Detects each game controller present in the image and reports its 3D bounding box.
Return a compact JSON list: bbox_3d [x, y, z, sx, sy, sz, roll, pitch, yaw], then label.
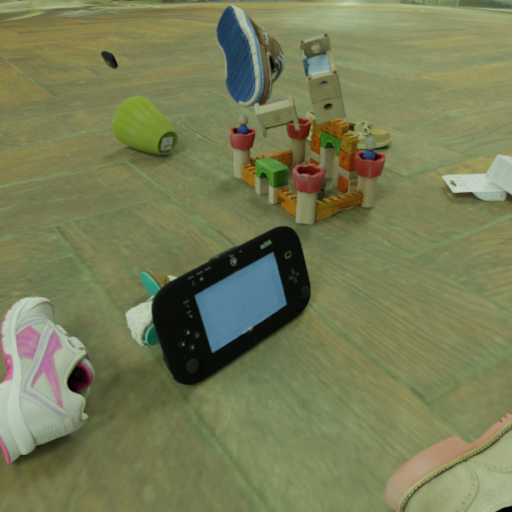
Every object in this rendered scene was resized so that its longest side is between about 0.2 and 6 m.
[{"bbox_3d":[-0.258,0.640,8.257,0.611,1.514,2.902,15,33,42],"label":"game controller"}]

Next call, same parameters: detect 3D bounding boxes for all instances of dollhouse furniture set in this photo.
[{"bbox_3d":[0.650,-2.837,9.383,1.434,1.005,1.011,-12,57,9],"label":"dollhouse furniture set"}]

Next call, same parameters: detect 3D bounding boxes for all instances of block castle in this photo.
[{"bbox_3d":[1.103,-2.283,12.997,2.351,1.651,3.518,-16,34,-25],"label":"block castle"}]

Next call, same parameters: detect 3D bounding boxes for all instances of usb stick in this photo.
[{"bbox_3d":[-2.624,-3.510,10.045,0.239,0.141,0.863,19,5,-11],"label":"usb stick"}]

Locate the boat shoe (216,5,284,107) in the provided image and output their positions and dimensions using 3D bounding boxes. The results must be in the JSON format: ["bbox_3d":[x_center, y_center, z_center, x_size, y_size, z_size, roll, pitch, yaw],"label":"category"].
[{"bbox_3d":[0.008,-3.717,10.458,1.003,1.001,2.770,12,48,-29],"label":"boat shoe"}]

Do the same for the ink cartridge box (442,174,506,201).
[{"bbox_3d":[5.112,-1.601,13.223,1.225,0.307,0.993,-3,31,2],"label":"ink cartridge box"}]

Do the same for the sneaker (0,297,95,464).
[{"bbox_3d":[-2.721,1.494,7.422,1.120,1.033,2.538,-7,40,-14],"label":"sneaker"}]

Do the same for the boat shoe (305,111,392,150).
[{"bbox_3d":[2.623,-3.627,16.071,2.530,0.796,0.923,13,33,20],"label":"boat shoe"}]

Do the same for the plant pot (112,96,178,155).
[{"bbox_3d":[-2.896,-3.404,15.353,1.522,1.424,1.424,36,45,28],"label":"plant pot"}]

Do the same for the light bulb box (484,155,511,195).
[{"bbox_3d":[5.980,-1.793,12.820,0.961,0.605,0.969,-3,38,-39],"label":"light bulb box"}]

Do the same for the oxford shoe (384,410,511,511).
[{"bbox_3d":[2.900,2.341,5.991,2.977,1.054,1.099,-21,39,-14],"label":"oxford shoe"}]

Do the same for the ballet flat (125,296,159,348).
[{"bbox_3d":[-1.014,0.640,8.312,2.077,0.745,0.745,-23,38,-37],"label":"ballet flat"}]

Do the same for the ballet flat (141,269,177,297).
[{"bbox_3d":[-1.297,0.670,9.109,0.588,0.552,1.626,-23,40,-25],"label":"ballet flat"}]
